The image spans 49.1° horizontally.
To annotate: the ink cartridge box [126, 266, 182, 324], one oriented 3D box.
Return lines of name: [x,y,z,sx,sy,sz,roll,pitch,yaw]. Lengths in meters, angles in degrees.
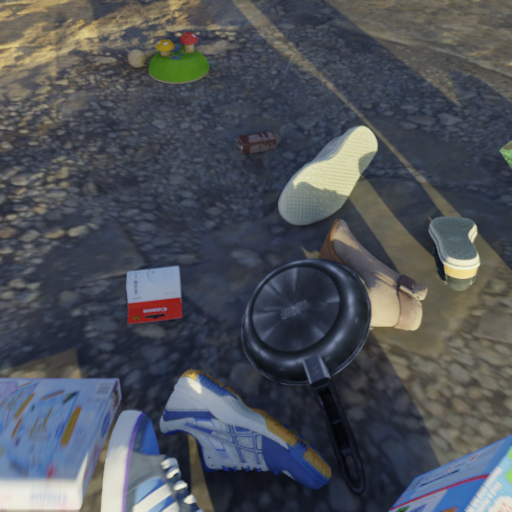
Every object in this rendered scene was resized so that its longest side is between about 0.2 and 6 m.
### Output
ink cartridge box: [-1.683,0.625,9.221,0.883,0.261,1.103,-6,36,-7]

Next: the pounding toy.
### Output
pounding toy: [-2.364,-5.685,15.535,2.187,1.015,1.688,27,49,26]

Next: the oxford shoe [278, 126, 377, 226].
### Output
oxford shoe: [1.397,-1.571,11.306,2.934,1.103,0.847,-47,19,-30]

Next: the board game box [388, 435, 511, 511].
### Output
board game box: [1.382,3.031,5.305,2.851,2.157,0.522,-34,72,-31]

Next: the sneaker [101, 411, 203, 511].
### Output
sneaker: [-0.637,2.932,6.035,1.928,1.061,2.634,-1,50,-4]

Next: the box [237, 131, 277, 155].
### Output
box: [0.022,-2.567,12.707,0.822,0.308,0.412,-10,44,-13]

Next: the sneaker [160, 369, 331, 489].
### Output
sneaker: [-0.172,2.405,7.129,2.258,0.850,0.995,29,80,16]

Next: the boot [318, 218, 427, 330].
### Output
boot: [1.898,0.318,9.290,1.821,0.875,2.491,20,35,6]

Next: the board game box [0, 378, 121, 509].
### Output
board game box: [-2.850,2.248,6.975,1.888,0.389,1.892,0,25,3]

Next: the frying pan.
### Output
frying pan: [0.568,1.460,7.988,2.076,0.559,3.432,-6,56,25]

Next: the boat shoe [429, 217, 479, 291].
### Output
boat shoe: [3.458,-0.118,9.811,0.828,0.691,2.220,3,27,12]

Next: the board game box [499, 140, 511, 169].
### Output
board game box: [5.713,0.029,7.985,2.528,0.566,4.826,-24,79,-23]
